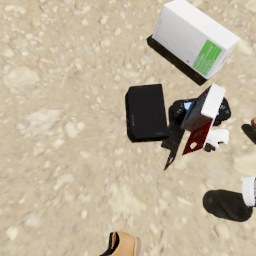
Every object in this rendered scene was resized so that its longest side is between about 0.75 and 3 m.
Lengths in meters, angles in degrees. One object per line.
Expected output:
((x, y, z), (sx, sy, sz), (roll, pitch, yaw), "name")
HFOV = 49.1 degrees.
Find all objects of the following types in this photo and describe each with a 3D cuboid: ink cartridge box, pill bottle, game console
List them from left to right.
((1.441, -0.560, 8.064), (2.882, 0.347, 1.700), (-5, 67, 1), "game console")
((1.651, -0.125, 6.808), (0.364, 1.671, 1.450), (25, 77, 0), "ink cartridge box")
((3.155, 1.314, 5.785), (1.359, 0.777, 0.777), (-12, 63, 40), "pill bottle")

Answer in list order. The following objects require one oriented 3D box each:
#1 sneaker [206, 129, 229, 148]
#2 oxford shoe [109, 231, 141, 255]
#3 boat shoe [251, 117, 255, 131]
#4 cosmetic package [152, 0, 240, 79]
((2.232, 0.303, 7.670), (1.017, 0.381, 0.507), (-8, 66, 31), "sneaker")
((-0.200, 3.182, 6.048), (0.749, 0.749, 2.101), (33, 26, -16), "oxford shoe")
((3.892, 0.077, 7.577), (0.423, 0.397, 1.176), (-40, 70, -18), "boat shoe")
((1.971, -2.698, 8.404), (2.265, 1.219, 0.961), (40, 53, 15), "cosmetic package")
